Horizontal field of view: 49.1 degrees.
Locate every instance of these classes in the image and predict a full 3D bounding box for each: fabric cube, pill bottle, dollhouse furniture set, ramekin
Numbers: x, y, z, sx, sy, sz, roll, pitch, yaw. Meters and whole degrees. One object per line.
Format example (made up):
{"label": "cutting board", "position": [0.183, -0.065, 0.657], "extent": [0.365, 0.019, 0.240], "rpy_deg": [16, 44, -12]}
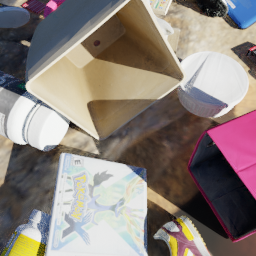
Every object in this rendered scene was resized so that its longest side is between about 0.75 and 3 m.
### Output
{"label": "fabric cube", "position": [2.919, 0.950, 6.276], "extent": [2.123, 2.089, 2.129], "rpy_deg": [-23, 62, -12]}
{"label": "pill bottle", "position": [-2.099, 2.710, 5.877], "extent": [1.008, 1.008, 1.793], "rpy_deg": [19, 63, 11]}
{"label": "dollhouse furniture set", "position": [0.939, -3.297, 9.199], "extent": [1.478, 1.266, 1.554], "rpy_deg": [9, 60, 5]}
{"label": "ramekin", "position": [2.345, -1.208, 8.185], "extent": [2.005, 0.934, 2.005], "rpy_deg": [0, 61, 0]}
{"label": "pill bottle", "position": [-3.024, -0.522, 7.429], "extent": [2.738, 1.548, 1.548], "rpy_deg": [24, 63, 13]}

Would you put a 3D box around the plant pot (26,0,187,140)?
{"label": "plant pot", "position": [-0.736, -1.956, 7.212], "extent": [2.926, 2.923, 2.591], "rpy_deg": [-36, 52, 10]}

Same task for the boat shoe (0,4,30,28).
{"label": "boat shoe", "position": [-4.660, -4.141, 9.936], "extent": [2.278, 0.806, 1.034], "rpy_deg": [-9, 65, -3]}

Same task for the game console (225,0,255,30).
{"label": "game console", "position": [4.672, -4.830, 10.653], "extent": [2.078, 1.441, 2.435], "rpy_deg": [-34, 63, 17]}

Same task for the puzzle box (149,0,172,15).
{"label": "puzzle box", "position": [1.176, -4.947, 10.778], "extent": [0.972, 0.186, 1.461], "rpy_deg": [16, 61, 8]}

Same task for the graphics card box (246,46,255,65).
{"label": "graphics card box", "position": [4.610, -2.195, 9.104], "extent": [0.820, 0.332, 1.307], "rpy_deg": [-26, 62, -15]}

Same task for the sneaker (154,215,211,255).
{"label": "sneaker", "position": [1.381, 2.997, 5.912], "extent": [0.958, 0.797, 2.127], "rpy_deg": [-27, 56, -8]}

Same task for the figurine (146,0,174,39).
{"label": "figurine", "position": [0.336, -2.968, 8.254], "extent": [0.941, 2.186, 2.133], "rpy_deg": [-33, 84, -22]}

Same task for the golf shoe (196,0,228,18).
{"label": "golf shoe", "position": [2.902, -5.026, 10.418], "extent": [1.107, 0.911, 2.343], "rpy_deg": [-39, 70, -23]}

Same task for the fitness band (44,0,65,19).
{"label": "fitness band", "position": [-1.497, -3.431, 9.496], "extent": [2.112, 0.550, 2.941], "rpy_deg": [-38, 77, -22]}

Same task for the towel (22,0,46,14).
{"label": "towel", "position": [-3.534, -4.635, 10.657], "extent": [0.815, 0.092, 0.589], "rpy_deg": [30, 62, 14]}

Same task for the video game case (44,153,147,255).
{"label": "video game case", "position": [-0.590, 1.881, 6.301], "extent": [2.208, 0.266, 2.422], "rpy_deg": [13, 58, -20]}
